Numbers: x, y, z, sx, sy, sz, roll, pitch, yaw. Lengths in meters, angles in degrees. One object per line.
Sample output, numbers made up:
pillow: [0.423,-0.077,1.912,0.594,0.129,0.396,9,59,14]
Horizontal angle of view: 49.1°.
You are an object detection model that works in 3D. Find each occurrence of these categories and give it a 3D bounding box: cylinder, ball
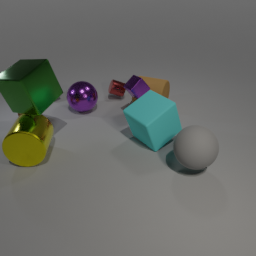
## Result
cylinder: [-0.531,-1.968,13.841,0.700,0.700,0.700,15,27,-19]
cylinder: [-3.395,0.371,9.653,1.400,1.400,1.400,-1,30,-2]
ball: [2.128,0.603,8.800,1.400,1.400,1.400,0,31,0]
ball: [-2.063,-1.419,12.675,1.400,1.400,1.400,0,31,0]
cylinder: [1.072,-1.620,12.970,1.400,1.400,1.400,13,33,20]

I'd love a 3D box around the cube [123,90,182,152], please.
cube: [0.921,-0.287,10.343,1.400,1.400,1.400,-38,44,-16]

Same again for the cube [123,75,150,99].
cube: [0.369,-1.715,11.867,0.700,0.700,0.700,-49,36,-3]

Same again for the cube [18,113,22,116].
cube: [-4.252,-0.744,11.814,0.700,0.700,0.700,-11,48,-12]

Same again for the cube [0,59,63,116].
cube: [-3.402,-1.434,9.698,1.400,1.400,1.400,7,44,29]
